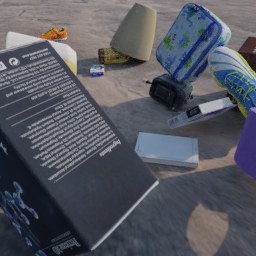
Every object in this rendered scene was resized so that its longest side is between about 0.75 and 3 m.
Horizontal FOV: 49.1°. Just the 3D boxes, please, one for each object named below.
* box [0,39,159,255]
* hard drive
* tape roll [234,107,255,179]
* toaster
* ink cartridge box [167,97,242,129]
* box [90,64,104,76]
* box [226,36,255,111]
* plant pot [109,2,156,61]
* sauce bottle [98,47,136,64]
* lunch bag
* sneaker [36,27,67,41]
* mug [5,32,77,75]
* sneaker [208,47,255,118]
[{"bbox_3d":[-1.334,0.472,4.509,2.833,2.103,1.517,51,48,3],"label":"box"},{"bbox_3d":[0.988,0.538,7.196,1.575,0.210,1.039,5,34,9],"label":"hard drive"},{"bbox_3d":[3.645,0.512,5.541,2.745,1.166,2.745,12,14,-3],"label":"tape roll"},{"bbox_3d":[1.395,-1.259,9.220,1.494,0.849,0.965,31,39,22],"label":"toaster"},{"bbox_3d":[2.044,-0.420,7.618,1.447,1.430,0.340,-17,81,-29],"label":"ink cartridge box"},{"bbox_3d":[-1.266,-2.382,11.579,0.555,0.194,0.933,-2,32,-3],"label":"box"},{"bbox_3d":[4.535,-1.547,8.762,2.302,1.910,1.890,17,37,24],"label":"box"},{"bbox_3d":[0.404,-4.287,12.243,1.908,2.038,1.908,18,24,-8],"label":"plant pot"},{"bbox_3d":[-0.205,-3.289,12.460,2.196,0.725,0.725,-10,35,-12],"label":"sauce bottle"},{"bbox_3d":[1.909,-2.501,8.445,0.860,2.087,1.678,-1,49,-44],"label":"lunch bag"},{"bbox_3d":[-4.182,-4.970,14.967,1.904,0.734,0.695,-28,44,-33],"label":"sneaker"},{"bbox_3d":[-2.917,-1.841,9.653,2.175,2.649,2.122,0,0,-16],"label":"mug"},{"bbox_3d":[3.176,-1.104,7.362,0.972,2.568,1.349,-42,10,7],"label":"sneaker"}]
